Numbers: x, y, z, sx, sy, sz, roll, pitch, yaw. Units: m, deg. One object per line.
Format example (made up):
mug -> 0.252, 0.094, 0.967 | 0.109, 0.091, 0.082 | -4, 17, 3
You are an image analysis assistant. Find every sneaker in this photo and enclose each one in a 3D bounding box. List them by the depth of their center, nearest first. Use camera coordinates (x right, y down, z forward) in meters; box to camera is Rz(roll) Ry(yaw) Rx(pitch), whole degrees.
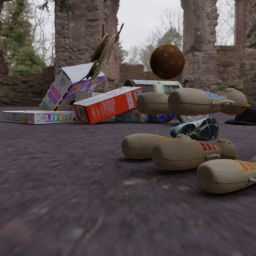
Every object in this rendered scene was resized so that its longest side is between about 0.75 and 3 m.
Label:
sneaker -> 1.423, 0.019, 5.982 | 1.221, 0.474, 0.527 | -3, 3, -32

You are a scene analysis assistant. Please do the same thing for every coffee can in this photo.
coffee can -> 1.138, -1.369, 13.370 | 2.492, 1.823, 1.823 | -2, 6, -19

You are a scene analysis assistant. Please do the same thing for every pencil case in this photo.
pencil case -> 0.946, -0.706, 11.300 | 0.953, 0.856, 2.194 | 36, -11, -24

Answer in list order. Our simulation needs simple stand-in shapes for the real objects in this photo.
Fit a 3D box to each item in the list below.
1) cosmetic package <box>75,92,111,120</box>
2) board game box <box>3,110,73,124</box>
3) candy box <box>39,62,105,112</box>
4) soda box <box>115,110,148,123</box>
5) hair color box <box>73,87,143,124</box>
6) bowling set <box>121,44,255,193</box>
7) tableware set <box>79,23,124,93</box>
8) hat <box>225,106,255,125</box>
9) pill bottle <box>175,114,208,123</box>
cosmetic package -> -1.538, -1.049, 13.307 | 0.881, 1.248, 2.411 | 2, 7, 18
board game box -> -3.639, -0.460, 11.240 | 2.505, 0.429, 1.684 | 5, 7, 41
candy box -> -2.629, -1.750, 13.088 | 2.570, 0.919, 2.156 | -45, -10, 37
soda box -> 0.133, -0.470, 11.100 | 1.415, 0.484, 0.450 | 5, 7, 42
hair color box -> -0.723, -0.933, 10.894 | 2.415, 0.772, 1.339 | -23, 19, -25
bowling set -> 0.833, -0.194, 3.281 | 1.146, 1.486, 2.135 | -1, 9, -26
tableware set -> -1.059, -2.361, 9.538 | 0.544, 1.795, 2.716 | 31, -17, -7
hat -> 4.407, -0.485, 10.268 | 1.707, 0.689, 1.707 | -1, 6, 0
pill bottle -> 2.144, -0.590, 9.817 | 0.957, 0.957, 1.724 | 0, 6, 1
